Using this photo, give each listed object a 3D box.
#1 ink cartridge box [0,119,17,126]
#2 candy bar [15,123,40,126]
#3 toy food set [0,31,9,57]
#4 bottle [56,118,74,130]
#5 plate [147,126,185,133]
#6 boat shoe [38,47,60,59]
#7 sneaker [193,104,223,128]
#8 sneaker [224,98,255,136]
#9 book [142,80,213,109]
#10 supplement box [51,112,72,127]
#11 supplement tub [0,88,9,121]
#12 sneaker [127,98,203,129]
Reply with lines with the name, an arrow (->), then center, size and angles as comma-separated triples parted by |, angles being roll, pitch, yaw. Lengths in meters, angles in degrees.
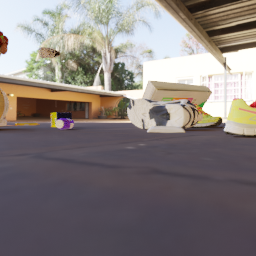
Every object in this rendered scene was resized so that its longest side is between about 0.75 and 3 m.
ink cartridge box -> -6.074, -0.248, 12.843 | 1.553, 0.347, 1.368 | 1, 3, 30
candy bar -> -5.319, -0.201, 14.797 | 1.285, 0.142, 0.320 | -2, 2, -36
toy food set -> -4.160, -2.812, 8.985 | 0.512, 0.922, 1.567 | 15, -19, 6
bottle -> -1.878, -0.120, 8.239 | 0.410, 0.321, 0.982 | 2, 2, 1
plate -> 0.856, 0.026, 6.371 | 0.826, 0.134, 0.824 | 0, 2, 6
boat shoe -> -2.748, -2.638, 9.862 | 0.364, 0.398, 1.107 | -6, 4, 14
sneaker -> 2.630, -0.463, 10.496 | 0.774, 0.894, 1.981 | 0, 2, -38
sneaker -> 2.334, -0.210, 4.547 | 1.550, 0.700, 0.606 | 1, 0, -14
book -> 1.822, -0.891, 11.374 | 2.852, 1.906, 0.685 | -2, 42, -30
supplement box -> -2.582, -0.315, 10.793 | 0.571, 0.575, 1.049 | -1, 1, -29
supplement tub -> -4.697, -0.763, 8.467 | 1.589, 1.589, 2.201 | 0, 2, -1
sneaker -> 1.178, -0.414, 8.377 | 1.495, 0.917, 2.298 | 0, 1, -44
